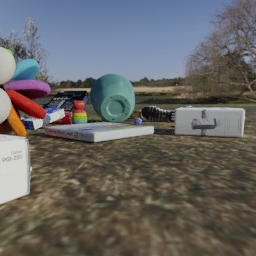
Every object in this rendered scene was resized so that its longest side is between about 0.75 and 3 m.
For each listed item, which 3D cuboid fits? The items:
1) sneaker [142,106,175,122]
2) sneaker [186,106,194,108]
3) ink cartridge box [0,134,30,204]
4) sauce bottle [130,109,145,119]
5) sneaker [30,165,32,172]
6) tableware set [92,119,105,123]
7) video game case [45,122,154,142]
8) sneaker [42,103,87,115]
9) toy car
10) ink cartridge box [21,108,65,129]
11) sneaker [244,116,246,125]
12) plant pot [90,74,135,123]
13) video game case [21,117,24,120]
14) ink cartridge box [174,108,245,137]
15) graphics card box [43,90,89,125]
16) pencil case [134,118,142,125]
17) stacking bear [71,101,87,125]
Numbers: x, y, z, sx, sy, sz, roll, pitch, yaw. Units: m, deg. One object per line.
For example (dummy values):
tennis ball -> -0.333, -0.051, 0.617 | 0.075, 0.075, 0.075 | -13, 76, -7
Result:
sneaker -> 1.801, -0.655, 14.842 | 2.069, 0.783, 1.195 | 12, 5, 15
sneaker -> 3.709, -0.810, 15.905 | 1.138, 0.755, 2.000 | 5, 14, 35
ink cartridge box -> -2.411, 0.492, 3.505 | 1.921, 0.814, 1.399 | 2, 6, 30
sauce bottle -> 0.441, -0.835, 16.802 | 0.571, 0.571, 1.728 | -5, 8, -37
sneaker -> -2.030, 0.541, 4.609 | 0.844, 0.472, 0.308 | -3, 7, -23
tableware set -> -1.341, -0.324, 13.763 | 0.902, 0.205, 1.339 | 1, 6, 3
video game case -> -0.939, 0.090, 9.530 | 2.521, 0.305, 2.769 | 5, 8, 42
sneaker -> -3.642, -0.870, 15.325 | 2.848, 1.075, 1.621 | 5, 15, 37
toy car -> -3.575, -1.052, 8.793 | 2.149, 2.865, 2.508 | 4, -10, -10
ink cartridge box -> -3.599, -0.421, 11.936 | 0.810, 0.381, 1.723 | 5, 23, 33
sneaker -> 5.136, -0.473, 13.477 | 0.716, 0.535, 1.596 | 6, 10, 10
plant pot -> -0.693, -1.278, 13.514 | 2.259, 2.259, 1.813 | -1, 27, -8
video game case -> -5.658, -0.392, 12.411 | 2.863, 0.255, 2.049 | 10, 8, 28
ink cartridge box -> 2.819, -0.243, 9.706 | 2.180, 0.925, 1.588 | 4, 7, 20
graphics card box -> -3.169, -1.088, 14.114 | 1.640, 0.665, 2.614 | 0, 33, 12
pencil case -> 0.460, -0.322, 13.113 | 0.293, 0.326, 0.751 | -38, -1, 11
stacking bear -> -1.893, -0.479, 10.790 | 0.698, 1.150, 0.654 | -3, 7, -25
